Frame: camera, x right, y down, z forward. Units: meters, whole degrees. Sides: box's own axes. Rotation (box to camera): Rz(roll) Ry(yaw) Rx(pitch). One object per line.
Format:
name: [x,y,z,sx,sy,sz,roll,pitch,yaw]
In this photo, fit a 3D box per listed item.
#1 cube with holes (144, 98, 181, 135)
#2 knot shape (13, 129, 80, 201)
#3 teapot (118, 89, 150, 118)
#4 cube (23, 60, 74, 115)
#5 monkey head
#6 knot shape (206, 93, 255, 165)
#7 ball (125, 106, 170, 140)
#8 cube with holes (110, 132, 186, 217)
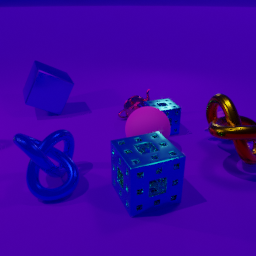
cube with holes: [1.011,-0.318,8.483,0.848,0.848,0.848,-8,27,-16]
knot shape: [-1.643,0.645,6.157,0.768,1.661,1.555,-32,4,27]
teapot: [0.262,-0.748,9.218,1.373,0.672,0.854,-35,35,9]
cube: [-2.785,-1.400,9.708,1.255,1.255,1.255,18,18,-31]
monkey head: [2.860,-0.005,8.123,1.346,0.969,0.811,10,68,3]
knot shape: [2.689,0.105,6.744,1.791,0.884,1.914,36,17,-19]
ball: [0.522,0.028,7.393,1.188,1.188,1.188,0,26,0]
cube with holes: [0.357,0.888,5.719,1.116,1.116,1.116,-10,28,-20]
